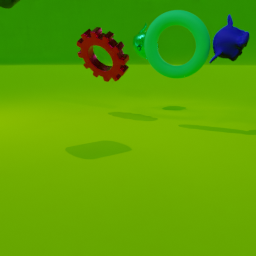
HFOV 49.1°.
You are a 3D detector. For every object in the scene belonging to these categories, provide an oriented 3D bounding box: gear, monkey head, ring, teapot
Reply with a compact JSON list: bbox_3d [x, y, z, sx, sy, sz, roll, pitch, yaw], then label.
[{"bbox_3d":[-0.935,-2.655,10.325,2.055,2.055,0.380,10,49,34],"label":"gear"},{"bbox_3d":[2.832,-2.416,7.747,0.881,1.463,1.052,22,2,6],"label":"monkey head"},{"bbox_3d":[1.438,-2.453,8.383,1.992,1.992,0.398,6,28,23],"label":"ring"},{"bbox_3d":[0.796,-3.620,11.922,0.931,1.901,1.182,-31,-28,34],"label":"teapot"}]

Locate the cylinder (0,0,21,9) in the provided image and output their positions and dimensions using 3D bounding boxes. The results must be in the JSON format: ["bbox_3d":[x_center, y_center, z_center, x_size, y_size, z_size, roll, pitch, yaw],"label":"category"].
[{"bbox_3d":[-2.640,-3.433,6.226,1.082,1.082,1.082,12,56,39],"label":"cylinder"}]
